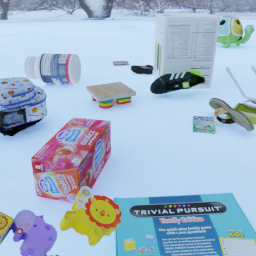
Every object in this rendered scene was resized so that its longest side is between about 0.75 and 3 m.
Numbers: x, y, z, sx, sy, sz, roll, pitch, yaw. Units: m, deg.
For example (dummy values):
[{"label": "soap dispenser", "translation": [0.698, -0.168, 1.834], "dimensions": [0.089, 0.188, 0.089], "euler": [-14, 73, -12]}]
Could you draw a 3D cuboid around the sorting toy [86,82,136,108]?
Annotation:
[{"label": "sorting toy", "translation": [-0.614, -1.128, 9.731], "dimensions": [1.366, 0.478, 1.375], "euler": [-12, 28, -22]}]

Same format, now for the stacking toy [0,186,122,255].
[{"label": "stacking toy", "translation": [-1.412, 0.957, 3.105], "dimensions": [2.256, 1.701, 0.530], "euler": [29, 34, -4]}]

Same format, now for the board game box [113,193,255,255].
[{"label": "board game box", "translation": [0.806, 1.856, 3.398], "dimensions": [1.909, 0.594, 2.529], "euler": [-2, 26, -3]}]

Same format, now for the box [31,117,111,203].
[{"label": "box", "translation": [-1.041, 0.558, 5.729], "dimensions": [0.945, 0.905, 1.896], "euler": [6, 26, 12]}]

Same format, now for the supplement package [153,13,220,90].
[{"label": "supplement package", "translation": [2.204, -3.129, 11.315], "dimensions": [2.028, 2.692, 2.043], "euler": [-2, 26, -5]}]

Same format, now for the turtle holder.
[{"label": "turtle holder", "translation": [7.111, -6.710, 19.590], "dimensions": [2.114, 1.975, 2.782], "euler": [-6, 26, -14]}]

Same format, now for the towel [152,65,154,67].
[{"label": "towel", "translation": [1.859, -2.921, 13.756], "dimensions": [1.093, 0.223, 1.493], "euler": [-2, 26, -6]}]

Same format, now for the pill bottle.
[{"label": "pill bottle", "translation": [-3.122, -2.473, 11.659], "dimensions": [2.095, 1.253, 1.253], "euler": [3, 26, 8]}]

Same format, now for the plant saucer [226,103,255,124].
[{"label": "plant saucer", "translation": [3.716, -0.489, 8.653], "dimensions": [1.104, 0.265, 1.105], "euler": [15, 29, 28]}]

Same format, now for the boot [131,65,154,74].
[{"label": "boot", "translation": [0.713, -2.837, 13.409], "dimensions": [1.074, 0.388, 0.811], "euler": [11, 25, 10]}]

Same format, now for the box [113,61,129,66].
[{"label": "box", "translation": [-0.396, -3.470, 14.964], "dimensions": [0.788, 0.157, 0.539], "euler": [-5, 26, -11]}]

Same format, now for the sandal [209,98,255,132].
[{"label": "sandal", "translation": [2.826, -0.345, 8.027], "dimensions": [0.499, 0.742, 1.847], "euler": [-45, 33, 7]}]

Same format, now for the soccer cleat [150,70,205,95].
[{"label": "soccer cleat", "translation": [1.798, -1.646, 10.143], "dimensions": [2.025, 0.684, 0.821], "euler": [-17, 28, -7]}]

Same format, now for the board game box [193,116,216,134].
[{"label": "board game box", "translation": [2.168, -0.109, 8.023], "dimensions": [0.606, 0.131, 0.900], "euler": [6, 26, 11]}]

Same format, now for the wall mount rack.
[{"label": "wall mount rack", "translation": [4.633, -1.379, 9.441], "dimensions": [2.677, 0.998, 2.326], "euler": [-10, 27, -34]}]

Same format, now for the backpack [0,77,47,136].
[{"label": "backpack", "translation": [-3.004, -0.726, 7.662], "dimensions": [1.499, 1.213, 1.574], "euler": [-12, 43, -38]}]
